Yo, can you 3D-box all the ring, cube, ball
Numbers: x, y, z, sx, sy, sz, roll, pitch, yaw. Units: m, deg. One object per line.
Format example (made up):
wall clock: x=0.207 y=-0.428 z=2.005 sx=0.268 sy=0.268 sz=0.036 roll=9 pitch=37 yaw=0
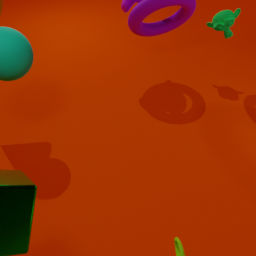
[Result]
ring: x=0.931 y=-3.134 z=7.769 sx=1.930 sy=1.930 sz=0.386 roll=-14 pitch=83 yaw=-13
cube: x=-1.785 y=1.062 z=3.629 sx=0.885 sy=0.885 sz=0.885 roll=7 pitch=2 yaw=-34
ball: x=-2.504 y=-1.504 z=5.738 sx=1.079 sy=1.079 sz=1.079 roll=0 pitch=47 yaw=0

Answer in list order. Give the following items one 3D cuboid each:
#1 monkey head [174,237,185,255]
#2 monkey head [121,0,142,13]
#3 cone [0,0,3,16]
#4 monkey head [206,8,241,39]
monkey head: x=0.812 y=2.100 z=3.429 sx=0.822 sy=0.981 sz=1.364 roll=-29 pitch=72 yaw=-15
monkey head: x=0.543 y=-3.643 z=7.647 sx=1.161 sy=1.926 sz=1.386 roll=29 pitch=93 yaw=-4
cone: x=-3.596 y=-2.831 z=5.946 sx=1.227 sy=1.222 sz=1.222 roll=22 pitch=51 yaw=15
monkey head: x=2.859 y=-3.073 z=8.266 sx=1.014 sy=0.729 sz=0.611 roll=-17 pitch=45 yaw=30
